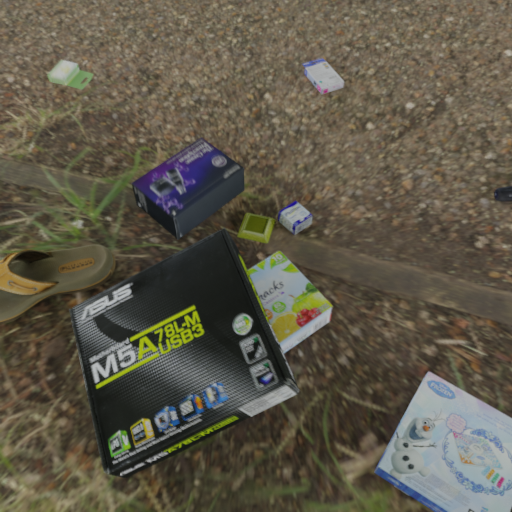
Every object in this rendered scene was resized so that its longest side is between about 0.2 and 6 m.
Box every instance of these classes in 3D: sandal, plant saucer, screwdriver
[{"bbox_3d":[-4.214,0.364,10.465,3.086,0.833,1.240,-19,57,-13],"label":"sandal"},{"bbox_3d":[0.005,-0.617,11.588,0.659,0.158,0.660,13,55,9],"label":"plant saucer"},{"bbox_3d":[6.366,-1.462,12.044,2.516,0.351,0.366,-9,85,-3],"label":"screwdriver"}]

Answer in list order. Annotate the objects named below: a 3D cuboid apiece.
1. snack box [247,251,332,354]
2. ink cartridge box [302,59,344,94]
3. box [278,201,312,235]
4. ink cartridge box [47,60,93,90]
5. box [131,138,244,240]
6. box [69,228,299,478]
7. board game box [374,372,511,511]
[{"bbox_3d":[0.018,1.085,10.092,2.224,0.589,1.581,-32,58,-20],"label":"snack box"},{"bbox_3d":[1.704,-4.638,14.425,0.653,0.230,1.095,-22,60,-15],"label":"ink cartridge box"},{"bbox_3d":[0.808,-0.793,11.637,0.495,0.282,0.538,-34,61,-23],"label":"box"},{"bbox_3d":[-4.768,-4.678,14.459,0.966,0.232,0.703,16,55,13],"label":"ink cartridge box"},{"bbox_3d":[-1.399,-1.460,11.837,1.378,0.770,1.952,39,63,22],"label":"box"},{"bbox_3d":[-1.302,1.496,9.168,3.168,0.753,3.060,-27,59,5],"label":"box"},{"bbox_3d":[3.143,3.093,8.771,1.904,0.413,1.894,29,60,19],"label":"board game box"}]
